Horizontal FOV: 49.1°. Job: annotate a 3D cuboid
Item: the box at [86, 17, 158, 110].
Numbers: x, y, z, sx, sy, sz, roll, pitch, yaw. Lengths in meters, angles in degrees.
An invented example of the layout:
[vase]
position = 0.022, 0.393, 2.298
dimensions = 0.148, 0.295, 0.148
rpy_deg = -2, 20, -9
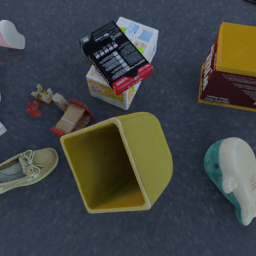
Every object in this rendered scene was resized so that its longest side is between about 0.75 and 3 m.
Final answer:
[box]
position = -0.167, -2.306, 10.120
dimensions = 1.558, 1.404, 2.771
rpy_deg = 22, 71, 8

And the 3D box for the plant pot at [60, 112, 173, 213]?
[plant pot]
position = -0.010, 0.807, 8.197
dimensions = 2.426, 2.356, 2.371
rpy_deg = -23, 94, -50

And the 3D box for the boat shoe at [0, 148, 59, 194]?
[boat shoe]
position = -3.619, 1.377, 9.038
dimensions = 2.763, 0.869, 1.008
rpy_deg = -20, 71, -7

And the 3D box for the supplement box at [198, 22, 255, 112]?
[supplement box]
position = 3.906, -1.894, 9.399
dimensions = 2.431, 2.464, 1.636
rpy_deg = 10, 70, 4

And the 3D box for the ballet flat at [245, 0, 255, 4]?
[ballet flat]
position = 5.267, -5.511, 11.947
dimensions = 0.820, 0.233, 0.272
rpy_deg = 23, 71, 8

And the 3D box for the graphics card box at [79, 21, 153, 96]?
[graphics card box]
position = -0.409, -2.275, 9.041
dimensions = 1.398, 0.567, 2.228
rpy_deg = -35, 75, -11

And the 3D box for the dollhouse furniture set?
[dollhouse furniture set]
position = -2.486, -0.448, 9.833
dimensions = 2.383, 0.969, 1.283
rpy_deg = 24, 71, 27

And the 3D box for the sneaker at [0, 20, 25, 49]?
[sneaker]
position = -4.576, -3.401, 10.250
dimensions = 1.021, 1.954, 0.735
rpy_deg = 10, 90, -2

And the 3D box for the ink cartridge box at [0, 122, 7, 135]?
[ink cartridge box]
position = -4.952, -0.108, 9.810
dimensions = 0.814, 0.463, 1.117
rpy_deg = -40, 75, -13

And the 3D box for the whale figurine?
[whale figurine]
position = 3.250, 1.632, 8.795
dimensions = 2.077, 1.355, 2.611
rpy_deg = -14, 89, -46
